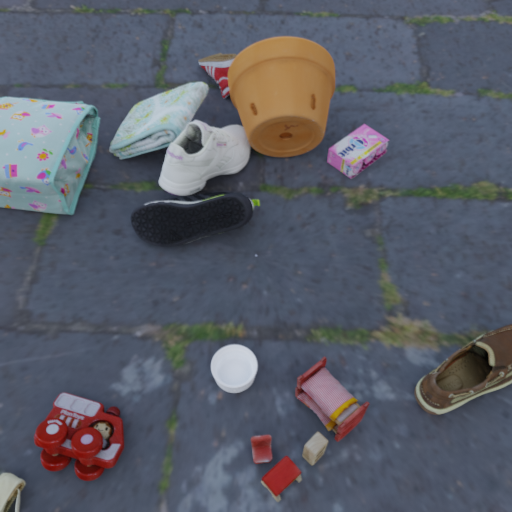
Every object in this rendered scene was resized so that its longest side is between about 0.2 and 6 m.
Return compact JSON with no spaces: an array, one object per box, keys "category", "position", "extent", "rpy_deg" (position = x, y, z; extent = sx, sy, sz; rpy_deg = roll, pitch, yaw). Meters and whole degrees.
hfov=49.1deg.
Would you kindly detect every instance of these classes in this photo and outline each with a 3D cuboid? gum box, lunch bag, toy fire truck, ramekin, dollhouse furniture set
[{"category":"gum box","position":[2.339,-2.401,12.741],"extent":[1.308,0.433,0.743],"rpy_deg":[-37,62,-24]},{"category":"lunch bag","position":[-4.714,-2.310,12.012],"extent":[2.187,1.566,2.568],"rpy_deg":[6,61,5]},{"category":"toy fire truck","position":[-2.757,2.798,8.948],"extent":[1.409,0.790,1.183],"rpy_deg":[13,37,8]},{"category":"ramekin","position":[-0.375,1.975,9.688],"extent":[0.793,0.387,0.793],"rpy_deg":[0,55,0]},{"category":"dollhouse furniture set","position":[0.712,2.721,8.898],"extent":[1.998,0.813,1.075],"rpy_deg":[-36,62,-22]}]

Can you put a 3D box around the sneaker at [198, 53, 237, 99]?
[{"category":"sneaker","position":[-0.869,-4.582,14.274],"extent":[0.645,1.019,1.812],"rpy_deg":[-28,30,-16]}]

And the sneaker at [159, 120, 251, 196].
[{"category":"sneaker","position":[-0.914,-2.323,11.950],"extent":[1.043,1.388,2.786],"rpy_deg":[30,45,17]}]

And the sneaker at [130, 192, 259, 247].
[{"category":"sneaker","position":[-1.222,-0.795,11.522],"extent":[2.612,0.937,1.082],"rpy_deg":[-5,15,8]}]

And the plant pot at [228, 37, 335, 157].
[{"category":"plant pot","position":[0.592,-3.313,12.360],"extent":[2.417,2.417,1.692],"rpy_deg":[-2,69,-1]}]

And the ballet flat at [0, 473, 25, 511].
[{"category":"ballet flat","position":[-3.837,4.002,8.218],"extent":[0.540,0.540,1.555],"rpy_deg":[8,55,5]}]

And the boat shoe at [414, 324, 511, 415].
[{"category":"boat shoe","position":[3.866,1.826,9.459],"extent":[2.504,0.926,0.925],"rpy_deg":[-29,60,-19]}]

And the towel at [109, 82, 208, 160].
[{"category":"towel","position":[-2.228,-3.075,12.628],"extent":[2.118,0.510,1.813],"rpy_deg":[-7,47,34]}]
